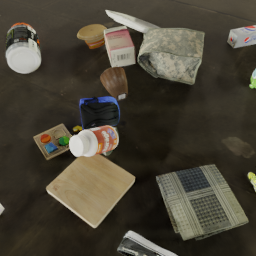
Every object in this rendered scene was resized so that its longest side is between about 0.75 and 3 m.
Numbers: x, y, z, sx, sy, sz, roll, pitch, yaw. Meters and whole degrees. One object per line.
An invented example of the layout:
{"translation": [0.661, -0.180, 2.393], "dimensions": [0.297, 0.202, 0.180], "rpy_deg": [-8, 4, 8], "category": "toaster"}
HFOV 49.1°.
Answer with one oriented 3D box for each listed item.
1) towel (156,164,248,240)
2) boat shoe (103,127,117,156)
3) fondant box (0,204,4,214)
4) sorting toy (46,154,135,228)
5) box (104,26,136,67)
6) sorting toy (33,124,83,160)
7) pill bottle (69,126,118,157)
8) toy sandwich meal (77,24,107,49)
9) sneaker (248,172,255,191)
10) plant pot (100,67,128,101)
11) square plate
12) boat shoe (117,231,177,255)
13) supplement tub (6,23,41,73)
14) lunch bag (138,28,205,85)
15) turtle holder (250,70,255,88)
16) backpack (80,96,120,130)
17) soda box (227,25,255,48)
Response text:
{"translation": [2.348, 2.371, 9.201], "dimensions": [2.298, 0.412, 2.387], "rpy_deg": [-9, 47, -12], "category": "towel"}
{"translation": [-0.754, 0.496, 10.726], "dimensions": [0.437, 0.503, 1.364], "rpy_deg": [4, 47, 14], "category": "boat shoe"}
{"translation": [-5.440, 2.710, 8.600], "dimensions": [2.453, 0.714, 1.770], "rpy_deg": [16, 50, 12], "category": "fondant box"}
{"translation": [-1.175, 1.986, 9.234], "dimensions": [2.060, 0.717, 2.047], "rpy_deg": [29, 54, 23], "category": "sorting toy"}
{"translation": [-0.439, -4.194, 14.399], "dimensions": [1.259, 1.073, 1.969], "rpy_deg": [-12, 51, -5], "category": "box"}
{"translation": [-2.594, 0.347, 10.997], "dimensions": [1.873, 0.251, 1.395], "rpy_deg": [-28, 54, -22], "category": "sorting toy"}
{"translation": [-1.138, 0.457, 9.414], "dimensions": [0.899, 0.899, 1.602], "rpy_deg": [36, 29, 28], "category": "pill bottle"}
{"translation": [-1.931, -5.152, 15.667], "dimensions": [1.898, 0.650, 1.898], "rpy_deg": [-6, 43, 5], "category": "toy sandwich meal"}
{"translation": [4.417, 1.834, 9.654], "dimensions": [0.293, 0.297, 0.777], "rpy_deg": [-11, 49, -8], "category": "sneaker"}
{"translation": [-0.487, -1.875, 12.505], "dimensions": [1.167, 1.167, 1.248], "rpy_deg": [-16, 64, -14], "category": "plant pot"}
{"translation": [0.590, -5.801, 15.691], "dimensions": [2.848, 0.409, 2.875], "rpy_deg": [33, 27, 27], "category": "square plate"}
{"translation": [0.720, 3.676, 7.665], "dimensions": [2.195, 0.810, 0.750], "rpy_deg": [25, 49, 21], "category": "boat shoe"}
{"translation": [-5.241, -4.072, 14.010], "dimensions": [1.591, 1.591, 2.598], "rpy_deg": [-11, 50, -10], "category": "supplement tub"}
{"translation": [2.016, -3.630, 13.543], "dimensions": [2.957, 1.739, 2.425], "rpy_deg": [13, 50, 5], "category": "lunch bag"}
{"translation": [6.221, -2.290, 12.733], "dimensions": [1.619, 1.150, 1.230], "rpy_deg": [-33, 57, -26], "category": "turtle holder"}
{"translation": [-1.115, -0.717, 11.292], "dimensions": [1.520, 1.235, 1.276], "rpy_deg": [-6, 29, -4], "category": "backpack"}
{"translation": [6.741, -5.104, 15.476], "dimensions": [2.278, 0.778, 0.723], "rpy_deg": [-13, 50, -11], "category": "soda box"}
